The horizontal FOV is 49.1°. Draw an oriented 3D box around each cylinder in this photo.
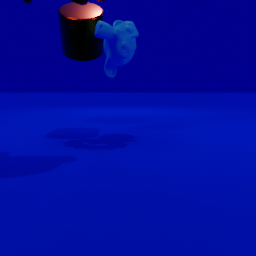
[{"bbox_3d":[-1.269,-2.665,7.756,1.202,1.202,1.202,3,44,-3],"label":"cylinder"}]

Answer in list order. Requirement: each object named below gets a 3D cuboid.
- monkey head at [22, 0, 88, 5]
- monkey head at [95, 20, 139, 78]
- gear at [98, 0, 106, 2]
[{"bbox_3d":[-1.570,-3.035,5.295,1.202,1.994,1.434,-23,-5,-26],"label":"monkey head"},{"bbox_3d":[-0.344,-2.090,6.791,1.149,1.597,0.962,15,-12,-22],"label":"monkey head"},{"bbox_3d":[-0.593,-3.779,6.807,1.273,1.273,0.235,2,22,16],"label":"gear"}]
